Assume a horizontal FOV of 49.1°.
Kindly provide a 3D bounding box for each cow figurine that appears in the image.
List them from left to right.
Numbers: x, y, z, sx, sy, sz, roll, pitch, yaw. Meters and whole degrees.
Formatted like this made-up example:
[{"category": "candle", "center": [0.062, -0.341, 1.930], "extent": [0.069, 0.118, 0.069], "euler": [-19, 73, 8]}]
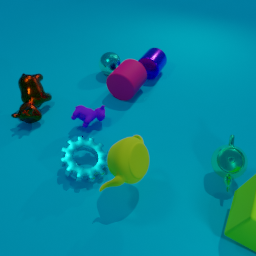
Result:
[{"category": "cow figurine", "center": [-2.961, -0.912, 8.395], "extent": [0.823, 1.500, 1.476], "euler": [-16, 8, 22]}, {"category": "cow figurine", "center": [-1.109, -0.436, 8.125], "extent": [0.885, 0.486, 0.871], "euler": [33, 57, -6]}]

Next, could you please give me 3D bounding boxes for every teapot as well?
[{"category": "teapot", "center": [-0.068, 0.745, 6.142], "extent": [0.799, 1.015, 1.633], "euler": [-3, 42, 37]}, {"category": "teapot", "center": [2.366, 0.817, 6.520], "extent": [0.832, 0.655, 1.338], "euler": [6, 80, 15]}]

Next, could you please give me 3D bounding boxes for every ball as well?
[{"category": "ball", "center": [-0.647, -2.344, 10.218], "extent": [0.847, 0.847, 0.847], "euler": [0, 43, 0]}]

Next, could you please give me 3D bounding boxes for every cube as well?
[{"category": "cube", "center": [2.695, 1.691, 5.387], "extent": [1.088, 1.088, 1.088], "euler": [27, 54, 8]}]

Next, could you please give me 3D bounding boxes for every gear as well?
[{"category": "gear", "center": [-1.066, 0.775, 6.985], "extent": [1.214, 0.224, 1.214], "euler": [12, 51, -15]}]

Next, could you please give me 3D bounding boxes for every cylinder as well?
[{"category": "cylinder", "center": [-0.035, -1.593, 9.252], "extent": [1.020, 1.020, 1.020], "euler": [19, 47, 20]}, {"category": "cylinder", "center": [0.868, -2.348, 10.198], "extent": [0.872, 0.872, 0.872], "euler": [18, 45, 19]}]
